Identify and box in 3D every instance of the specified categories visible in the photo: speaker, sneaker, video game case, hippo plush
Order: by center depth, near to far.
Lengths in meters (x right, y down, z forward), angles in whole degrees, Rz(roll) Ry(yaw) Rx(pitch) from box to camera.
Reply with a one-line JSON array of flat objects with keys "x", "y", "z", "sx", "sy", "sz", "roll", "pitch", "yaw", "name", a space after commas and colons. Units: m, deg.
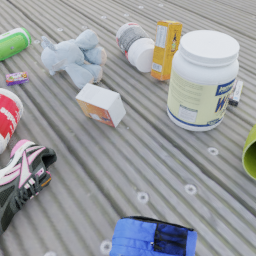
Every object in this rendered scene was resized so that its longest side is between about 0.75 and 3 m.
[{"x": -2.845, "y": 1.471, "z": 7.759, "sx": 1.285, "sy": 1.196, "sz": 2.977, "roll": 6, "pitch": 46, "yaw": 4, "name": "sneaker"}, {"x": 3.787, "y": -1.663, "z": 11.528, "sx": 1.702, "sy": 0.217, "sz": 1.538, "roll": 20, "pitch": 48, "yaw": 14, "name": "video game case"}, {"x": -2.543, "y": -2.700, "z": 11.794, "sx": 2.308, "sy": 2.287, "sz": 2.871, "roll": 2, "pitch": 23, "yaw": 46, "name": "hippo plush"}, {"x": -5.809, "y": -3.957, "z": 13.372, "sx": 1.029, "sy": 1.029, "sz": 2.327, "roll": 28, "pitch": 51, "yaw": 25, "name": "speaker"}]

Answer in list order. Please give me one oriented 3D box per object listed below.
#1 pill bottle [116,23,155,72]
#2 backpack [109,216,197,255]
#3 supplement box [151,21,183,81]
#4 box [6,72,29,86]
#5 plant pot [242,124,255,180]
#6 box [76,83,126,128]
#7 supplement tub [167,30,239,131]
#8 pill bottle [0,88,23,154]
[{"x": 0.462, "y": -3.675, "z": 12.802, "sx": 1.393, "sy": 1.393, "sz": 2.446, "roll": -14, "pitch": 46, "yaw": -14, "name": "pill bottle"}, {"x": 0.479, "y": 2.787, "z": 6.197, "sx": 1.806, "sy": 1.468, "sz": 1.516, "roll": 12, "pitch": 53, "yaw": 10, "name": "backpack"}, {"x": 1.549, "y": -3.161, "z": 11.461, "sx": 0.762, "sy": 2.290, "sz": 0.788, "roll": -13, "pitch": 34, "yaw": -34, "name": "supplement box"}, {"x": -4.794, "y": -2.142, "z": 12.116, "sx": 0.899, "sy": 0.176, "sz": 0.615, "roll": -13, "pitch": 46, "yaw": -13, "name": "box"}, {"x": 4.353, "y": 0.496, "z": 8.600, "sx": 1.698, "sy": 1.698, "sz": 1.814, "roll": 12, "pitch": 31, "yaw": 12, "name": "plant pot"}, {"x": -0.937, "y": -0.797, "z": 9.856, "sx": 1.416, "sy": 1.078, "sz": 0.753, "roll": 22, "pitch": 64, "yaw": 27, "name": "box"}, {"x": 2.490, "y": -1.561, "z": 9.566, "sx": 2.111, "sy": 2.912, "sz": 2.111, "roll": 0, "pitch": 45, "yaw": 0, "name": "supplement tub"}, {"x": -4.491, "y": 0.010, "z": 9.027, "sx": 1.455, "sy": 1.455, "sz": 2.592, "roll": 3, "pitch": 45, "yaw": 3, "name": "pill bottle"}]
